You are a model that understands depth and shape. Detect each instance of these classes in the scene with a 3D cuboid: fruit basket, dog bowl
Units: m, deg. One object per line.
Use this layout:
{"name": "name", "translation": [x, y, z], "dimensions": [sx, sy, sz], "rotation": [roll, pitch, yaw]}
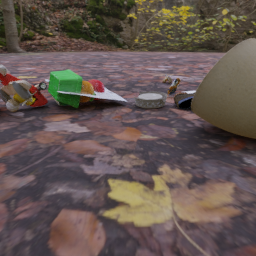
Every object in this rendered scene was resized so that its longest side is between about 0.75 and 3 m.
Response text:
{"name": "fruit basket", "translation": [-1.791, -1.495, 11.586], "dimensions": [2.774, 1.300, 2.569], "rotation": [9, 16, -33]}
{"name": "dog bowl", "translation": [0.905, -1.138, 11.307], "dimensions": [1.357, 0.398, 1.357], "rotation": [-1, 21, 0]}

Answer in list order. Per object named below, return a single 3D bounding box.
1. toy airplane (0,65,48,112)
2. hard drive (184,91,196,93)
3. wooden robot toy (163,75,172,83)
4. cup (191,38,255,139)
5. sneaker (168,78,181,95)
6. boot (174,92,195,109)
{"name": "toy airplane", "translation": [-4.208, -1.352, 10.359], "dimensions": [2.065, 1.464, 2.074], "rotation": [14, -13, 4]}
{"name": "hard drive", "translation": [3.543, -1.451, 12.521], "dimensions": [2.016, 0.269, 1.330], "rotation": [-6, 19, -16]}
{"name": "wooden robot toy", "translation": [2.289, -2.788, 16.549], "dimensions": [0.493, 0.478, 1.085], "rotation": [-36, 21, 4]}
{"name": "cup", "translation": [3.344, -0.790, 7.695], "dimensions": [2.620, 2.620, 1.874], "rotation": [-17, 55, -41]}
{"name": "sneaker", "translation": [2.107, -1.890, 12.802], "dimensions": [0.323, 0.858, 0.378], "rotation": [35, 6, -5]}
{"name": "boot", "translation": [2.734, -1.053, 10.934], "dimensions": [1.861, 0.695, 0.902], "rotation": [-6, 28, 10]}
